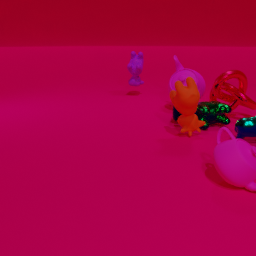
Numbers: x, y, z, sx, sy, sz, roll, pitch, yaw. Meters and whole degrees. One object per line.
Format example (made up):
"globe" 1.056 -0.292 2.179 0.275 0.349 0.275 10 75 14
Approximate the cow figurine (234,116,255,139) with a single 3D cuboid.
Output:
"cow figurine" 3.066 -0.131 6.534 1.072 1.055 0.588 -1 53 7

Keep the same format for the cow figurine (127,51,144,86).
"cow figurine" 0.351 -2.463 11.990 0.727 1.325 1.304 8 -16 11

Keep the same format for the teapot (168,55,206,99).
"teapot" 1.928 -1.516 9.545 1.291 2.076 1.016 -20 -26 16

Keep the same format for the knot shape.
"knot shape" 3.197 -1.123 8.723 1.620 1.516 0.749 12 53 39

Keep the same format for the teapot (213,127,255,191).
"teapot" 1.911 0.576 4.709 0.842 0.663 1.354 -4 57 -44

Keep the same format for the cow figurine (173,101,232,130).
"cow figurine" 2.063 -0.496 8.139 1.484 0.815 1.460 -9 24 -13

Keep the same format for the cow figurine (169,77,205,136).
"cow figurine" 1.492 -0.483 6.889 0.688 1.232 1.253 -20 -14 -6
